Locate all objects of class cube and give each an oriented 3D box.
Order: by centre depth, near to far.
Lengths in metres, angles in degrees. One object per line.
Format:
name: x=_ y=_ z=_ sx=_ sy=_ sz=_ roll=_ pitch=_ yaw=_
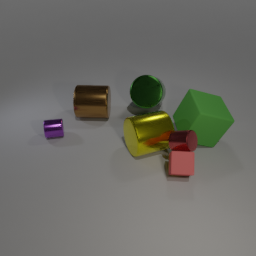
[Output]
cube: x=1.656 y=1.116 z=8.730 sx=0.700 sy=0.700 sz=0.700 roll=3 pitch=-11 yaw=3
cube: x=2.672 y=-0.346 z=10.168 sx=1.400 sy=1.400 sz=1.400 roll=11 pitch=41 yaw=-19

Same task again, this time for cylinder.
cylinder: x=1.786 y=0.420 z=9.088 sx=0.700 sy=0.700 sz=0.700 roll=-4 pitch=23 yaw=42
cylinder: x=0.718 y=0.185 z=9.875 sx=1.400 sy=1.400 sz=1.400 roll=-12 pitch=34 yaw=-18
cylinder: x=-2.855 y=0.011 z=10.817 sx=0.700 sy=0.700 sz=0.700 roll=-6 pitch=33 yaw=-10
cylinder: x=-1.494 y=-1.124 z=11.956 sx=1.400 sy=1.400 sz=1.400 roll=2 pitch=32 yaw=3
cylinder: x=0.895 y=-1.587 z=12.301 sx=1.400 sy=1.400 sz=1.400 roll=8 pitch=9 yaw=12
